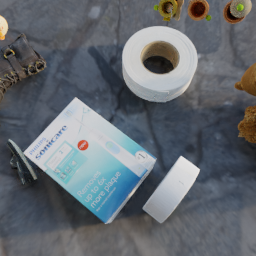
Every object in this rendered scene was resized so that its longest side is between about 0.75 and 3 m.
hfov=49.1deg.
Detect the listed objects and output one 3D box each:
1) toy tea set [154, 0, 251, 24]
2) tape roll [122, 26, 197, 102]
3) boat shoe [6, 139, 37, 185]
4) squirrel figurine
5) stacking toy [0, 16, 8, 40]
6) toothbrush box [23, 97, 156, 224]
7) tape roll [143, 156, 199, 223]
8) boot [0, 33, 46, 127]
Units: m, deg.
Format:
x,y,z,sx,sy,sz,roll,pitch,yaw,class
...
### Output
x,y,z,sx,sy,sz,roll,pitch,yaw,class
1.665,-3.087,6.453,2.311,1.374,0.855,14,31,20,toy tea set
0.941,-1.960,8.629,2.270,0.794,2.270,0,71,0,tape roll
-3.075,0.926,7.797,0.475,0.505,1.406,-31,76,-15,boat shoe
3.966,-0.643,7.564,2.217,1.681,2.375,27,90,-12,squirrel figurine
-3.430,-1.475,5.716,1.514,1.601,2.758,15,53,27,stacking toy
-0.953,0.863,7.469,2.758,1.176,2.019,38,75,13,toothbrush box
1.075,1.515,6.989,0.582,1.665,1.665,37,75,12,tape roll
-3.577,-1.465,8.376,2.433,0.968,2.795,-28,71,-8,boot
